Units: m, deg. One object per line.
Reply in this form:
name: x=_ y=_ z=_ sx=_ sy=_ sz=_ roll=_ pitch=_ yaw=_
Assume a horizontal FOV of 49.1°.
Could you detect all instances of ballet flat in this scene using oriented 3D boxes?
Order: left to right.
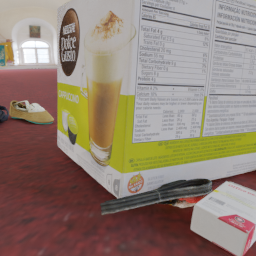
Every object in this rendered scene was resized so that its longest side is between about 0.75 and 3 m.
ballet flat: x=-2.957 y=-0.505 z=8.374 sx=1.838 sy=0.579 sz=0.631 roll=9 pitch=17 yaw=31

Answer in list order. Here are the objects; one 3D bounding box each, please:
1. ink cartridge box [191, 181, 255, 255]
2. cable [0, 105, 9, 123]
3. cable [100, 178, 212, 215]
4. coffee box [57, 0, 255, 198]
ink cartridge box: x=1.167 y=0.956 z=3.092 sx=0.589 sy=0.338 sz=0.811 roll=20 pitch=24 yaw=40
cable: x=-4.652 y=-0.246 z=7.625 sx=2.415 sy=0.613 sz=1.970 roll=2 pitch=19 yaw=-2
cable: x=0.432 y=0.853 z=3.215 sx=1.480 sy=0.372 sz=0.719 roll=-7 pitch=-7 yaw=-40
coffee box: x=0.444 y=-0.736 z=4.764 sx=2.662 sy=2.632 sz=2.658 roll=-4 pitch=13 yaw=-31
